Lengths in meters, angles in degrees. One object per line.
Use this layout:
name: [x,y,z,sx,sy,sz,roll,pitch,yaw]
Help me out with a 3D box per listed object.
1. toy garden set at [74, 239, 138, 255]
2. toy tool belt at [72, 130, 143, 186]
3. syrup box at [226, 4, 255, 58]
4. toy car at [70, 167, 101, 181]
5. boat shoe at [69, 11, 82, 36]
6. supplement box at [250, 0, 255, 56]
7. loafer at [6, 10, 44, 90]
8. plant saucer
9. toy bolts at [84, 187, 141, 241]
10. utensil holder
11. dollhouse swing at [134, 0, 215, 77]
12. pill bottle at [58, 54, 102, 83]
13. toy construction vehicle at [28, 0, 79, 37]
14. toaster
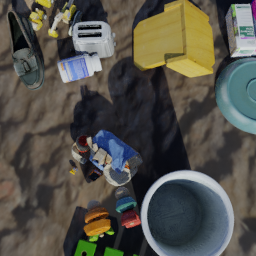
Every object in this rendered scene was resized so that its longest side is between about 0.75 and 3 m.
toy garden set: [-0.319,4.806,7.928,2.959,0.590,2.466,15,73,4]
toy tool belt: [-0.626,0.674,8.567,2.234,1.373,1.395,33,56,9]
syrup box: [4.076,-3.507,10.145,0.706,0.730,1.793,-1,73,0]
toy car: [-1.332,1.355,8.950,0.976,0.479,0.325,22,43,-1]
boat shoe: [-1.887,-3.880,10.452,0.299,0.357,1.000,18,81,5]
supplement box: [4.910,-3.620,10.062,0.954,0.935,1.847,1,74,0]
loafer: [-3.704,-2.714,9.732,1.026,0.898,2.855,-18,78,6]
plant saucer: [4.506,-1.219,9.687,2.889,0.396,2.889,0,74,1]
toy bolts: [-0.524,2.191,7.502,1.524,1.455,1.057,-20,61,-1]
utensil holder: [1.356,2.335,7.585,2.132,2.509,2.132,0,75,0]
dollhouse swing: [1.637,-2.961,10.159,2.106,2.037,2.317,13,69,-40]
pill bottle: [-1.656,-2.118,9.727,1.404,0.787,0.787,-15,75,-5]
toy construction vehicle: [-2.848,-4.437,10.422,1.694,0.685,1.946,28,76,8]
toaster: [-1.282,-3.092,9.839,1.688,1.090,0.959,-1,74,0]
